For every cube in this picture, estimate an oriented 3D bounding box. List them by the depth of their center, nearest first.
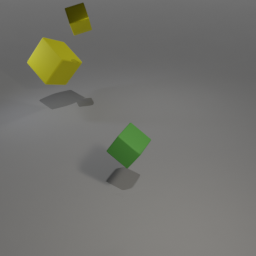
[{"bbox_3d":[0.023,0.441,7.073,0.700,0.700,0.700,40,41,2],"label":"cube"},{"bbox_3d":[-1.754,-3.865,9.962,0.700,0.700,0.700,-19,74,-2],"label":"cube"},{"bbox_3d":[-3.180,-2.857,12.214,1.400,1.400,1.400,48,24,12],"label":"cube"}]
